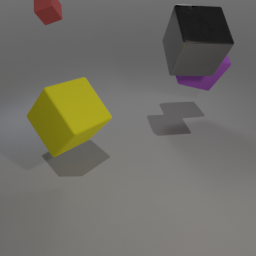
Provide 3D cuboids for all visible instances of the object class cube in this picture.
[{"bbox_3d":[-1.593,-0.307,7.582,1.400,1.400,1.400,-28,82,-47],"label":"cube"},{"bbox_3d":[-2.752,-4.124,9.649,0.700,0.700,0.700,-14,67,12],"label":"cube"},{"bbox_3d":[1.919,-2.463,8.024,1.400,1.400,1.400,-2,63,-10],"label":"cube"},{"bbox_3d":[2.600,-2.434,10.245,1.400,1.400,1.400,9,51,-22],"label":"cube"}]
